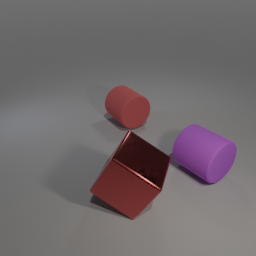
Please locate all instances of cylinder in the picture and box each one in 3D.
[{"bbox_3d":[-0.032,-0.882,11.519,1.400,1.400,1.400,-17,34,-27],"label":"cylinder"},{"bbox_3d":[2.354,0.768,8.676,1.400,1.400,1.400,-21,36,-32],"label":"cylinder"}]

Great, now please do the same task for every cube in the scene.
[{"bbox_3d":[0.092,1.220,7.413,1.400,1.400,1.400,33,34,-2],"label":"cube"}]
